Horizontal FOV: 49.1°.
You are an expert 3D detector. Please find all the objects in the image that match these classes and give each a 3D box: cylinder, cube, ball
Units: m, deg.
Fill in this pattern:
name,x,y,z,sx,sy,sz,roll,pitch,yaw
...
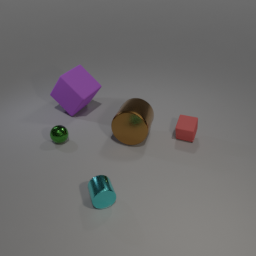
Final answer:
name,x,y,z,sx,sy,sz,roll,pitch,yaw
cylinder,0.209,-0.272,10.796,1.400,1.400,1.400,7,28,12
cube,-2.331,-1.681,12.523,1.400,1.400,1.400,45,45,-2
cube,2.255,0.009,10.755,0.700,0.700,0.700,12,56,20
cylinder,-0.761,1.842,8.105,0.700,0.700,0.700,-10,32,-15
ball,-2.631,0.234,10.719,0.700,0.700,0.700,0,31,0
